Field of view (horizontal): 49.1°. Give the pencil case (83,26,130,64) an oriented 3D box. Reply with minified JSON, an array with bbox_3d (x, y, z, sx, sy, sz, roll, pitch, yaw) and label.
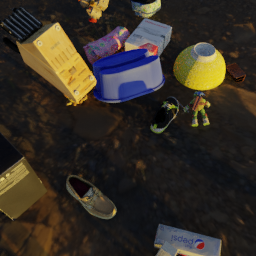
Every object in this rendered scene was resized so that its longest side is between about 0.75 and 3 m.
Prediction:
[{"bbox_3d":[-0.935,-3.763,12.670,2.238,0.979,0.979,-37,64,-23],"label":"pencil case"}]

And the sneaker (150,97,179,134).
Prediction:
[{"bbox_3d":[1.449,-0.576,10.617,0.686,0.792,1.914,22,59,14],"label":"sneaker"}]

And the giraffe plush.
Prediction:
[{"bbox_3d":[-2.154,-1.609,11.173,1.629,1.405,1.321,17,64,-22],"label":"giraffe plush"}]

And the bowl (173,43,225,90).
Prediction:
[{"bbox_3d":[3.120,-2.862,11.912,2.274,1.224,2.274,0,56,1],"label":"bowl"}]

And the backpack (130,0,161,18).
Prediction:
[{"bbox_3d":[0.973,-6.270,14.290,1.244,0.999,1.359,-41,51,-21],"label":"backpack"}]

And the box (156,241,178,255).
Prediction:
[{"bbox_3d":[0.944,3.634,7.662,0.458,0.964,0.375,33,23,18],"label":"box"}]

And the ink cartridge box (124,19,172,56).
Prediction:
[{"bbox_3d":[0.938,-3.975,12.874,1.458,0.850,2.015,24,59,15],"label":"ink cartridge box"}]

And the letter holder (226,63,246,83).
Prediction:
[{"bbox_3d":[4.562,-2.340,12.047,0.560,0.396,0.788,-18,57,-12],"label":"letter holder"}]

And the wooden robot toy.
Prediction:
[{"bbox_3d":[-1.200,-3.745,8.646,0.734,0.712,1.617,19,9,-26],"label":"wooden robot toy"}]

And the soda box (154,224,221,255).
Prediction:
[{"bbox_3d":[1.692,3.339,8.082,1.803,0.615,0.572,12,57,8],"label":"soda box"}]

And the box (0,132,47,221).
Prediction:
[{"bbox_3d":[-4.077,1.083,8.499,2.688,2.448,1.399,38,64,23],"label":"box"}]

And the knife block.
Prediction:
[{"bbox_3d":[-2.627,-2.256,8.658,0.942,2.943,2.584,-48,35,-20],"label":"knife block"}]

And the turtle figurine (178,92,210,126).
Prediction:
[{"bbox_3d":[2.703,-0.687,10.890,0.942,1.308,1.269,3,74,-25],"label":"turtle figurine"}]

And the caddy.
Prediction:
[{"bbox_3d":[0.004,-1.979,11.167,2.976,1.562,2.104,-19,35,-13],"label":"caddy"}]

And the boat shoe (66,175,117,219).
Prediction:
[{"bbox_3d":[-1.223,2.160,8.858,1.942,0.645,0.719,28,60,18],"label":"boat shoe"}]
